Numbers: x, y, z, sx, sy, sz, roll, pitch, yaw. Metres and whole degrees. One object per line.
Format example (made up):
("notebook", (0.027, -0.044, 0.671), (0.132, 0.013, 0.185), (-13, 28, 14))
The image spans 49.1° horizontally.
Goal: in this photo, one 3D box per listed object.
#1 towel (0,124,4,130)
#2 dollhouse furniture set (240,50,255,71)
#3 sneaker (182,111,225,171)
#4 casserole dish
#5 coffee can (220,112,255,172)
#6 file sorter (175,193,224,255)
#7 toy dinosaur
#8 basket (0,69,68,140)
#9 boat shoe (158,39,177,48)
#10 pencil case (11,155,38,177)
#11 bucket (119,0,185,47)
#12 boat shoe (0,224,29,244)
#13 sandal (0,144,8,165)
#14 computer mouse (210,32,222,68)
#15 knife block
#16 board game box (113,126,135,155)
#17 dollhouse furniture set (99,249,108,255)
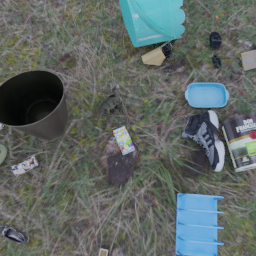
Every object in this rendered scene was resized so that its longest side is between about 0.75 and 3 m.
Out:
("towel", (-6.242, 0.172, 11.166), (1.581, 0.250, 2.195), (40, 76, 13))
("dollhouse furniture set", (5.705, -2.981, 12.079), (1.640, 0.633, 0.820), (-13, 81, 16))
("sneaker", (2.811, 0.505, 10.741), (1.380, 0.915, 2.424), (-3, 68, 0))
("casserole dish", (3.217, -1.306, 11.536), (1.787, 0.347, 1.083), (0, 73, -1))
("coffee can", (4.425, 0.546, 10.452), (1.390, 1.390, 1.900), (-12, 74, -3))
("file sorter", (2.491, 3.370, 9.674), (1.465, 1.295, 2.111), (4, 74, 2))
("toy dinosaur", (-0.760, -0.913, 11.361), (0.895, 0.674, 1.751), (36, 84, 24))
("basket", (-3.151, -0.602, 10.097), (2.433, 2.698, 1.835), (-25, 75, -6))
("boat shoe", (1.741, -3.614, 12.226), (1.071, 0.392, 0.335), (-41, 107, -18))
("pencil case", (-3.920, 1.438, 10.694), (1.005, 0.391, 0.449), (-28, 105, -7))
("bucket", (0.861, -4.817, 11.330), (1.961, 3.015, 3.015), (-19, 75, -2))
("boat shoe", (-4.160, 3.788, 10.030), (1.270, 0.362, 0.424), (21, 75, 6))
("sandal", (-5.303, 1.493, 10.596), (0.784, 0.564, 1.975), (20, 75, 6))
("computer mouse", (3.822, -3.400, 12.228), (0.499, 0.289, 1.701), (3, 79, -11))
("knife block", (1.259, -3.099, 11.621), (1.152, 1.012, 0.369), (1, 55, -22))
("board game box", (-0.157, 0.493, 10.927), (0.503, 0.494, 0.959), (-24, 75, -7))
("dollhouse furniture set", (-1.121, 4.667, 9.588), (0.800, 0.717, 1.010), (12, 74, 3))
